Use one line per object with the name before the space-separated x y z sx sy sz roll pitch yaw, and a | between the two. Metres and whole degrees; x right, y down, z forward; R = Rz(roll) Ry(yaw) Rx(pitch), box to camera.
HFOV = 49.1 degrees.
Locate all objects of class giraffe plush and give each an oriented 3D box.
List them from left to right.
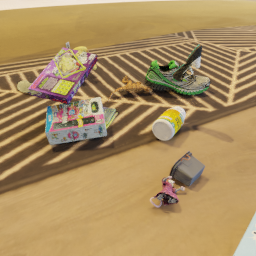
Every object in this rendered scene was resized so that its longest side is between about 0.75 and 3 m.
giraffe plush | -2.442 -3.230 14.244 1.676 1.942 1.575 -39 68 -4

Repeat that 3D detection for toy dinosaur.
toy dinosaur | 0.025 -1.868 12.767 2.211 0.668 1.174 -8 35 -12

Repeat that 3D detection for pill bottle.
pill bottle | 1.525 -0.220 10.036 0.809 0.809 1.435 18 36 26

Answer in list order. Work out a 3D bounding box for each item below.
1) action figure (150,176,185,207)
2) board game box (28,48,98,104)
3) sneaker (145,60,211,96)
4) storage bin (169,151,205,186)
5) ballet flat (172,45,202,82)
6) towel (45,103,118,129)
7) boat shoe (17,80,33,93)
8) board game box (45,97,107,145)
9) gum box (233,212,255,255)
action figure | 1.064 1.697 7.490 0.660 0.733 0.985 46 19 -9
board game box | -2.372 -2.046 10.572 1.577 0.424 2.627 18 53 10
sneaker | 2.326 -2.308 12.755 2.997 1.277 1.169 8 32 -4
storage bin | 1.750 1.173 8.059 0.641 0.694 0.954 34 45 27
ballet flat | 2.197 -2.198 9.852 0.532 1.556 0.529 49 45 8
towel | -1.806 -0.451 10.879 2.435 0.277 1.749 10 34 16
boat shoe | -4.460 -1.881 12.974 1.566 0.573 0.491 5 -4 26
board game box | -1.829 -0.269 9.888 1.979 0.636 1.460 -11 44 -4
gum box | 3.395 2.698 5.695 2.048 0.537 2.411 23 39 32
